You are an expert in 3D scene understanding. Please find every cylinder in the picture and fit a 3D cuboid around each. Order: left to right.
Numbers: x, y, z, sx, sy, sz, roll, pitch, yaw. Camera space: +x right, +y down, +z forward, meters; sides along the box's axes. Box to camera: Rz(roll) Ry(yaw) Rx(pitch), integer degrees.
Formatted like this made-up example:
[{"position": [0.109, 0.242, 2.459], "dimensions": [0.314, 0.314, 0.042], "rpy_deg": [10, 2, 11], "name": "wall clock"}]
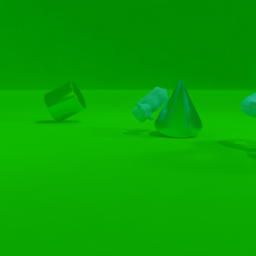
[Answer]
[{"position": [-2.160, -0.907, 9.698], "dimensions": [1.072, 1.072, 1.072], "rpy_deg": [-25, 7, 5], "name": "cylinder"}]

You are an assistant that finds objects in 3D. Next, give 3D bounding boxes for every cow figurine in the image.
[{"position": [0.617, -0.643, 7.434], "dimensions": [1.108, 0.608, 1.091], "rpy_deg": [-42, 6, 4], "name": "cow figurine"}]

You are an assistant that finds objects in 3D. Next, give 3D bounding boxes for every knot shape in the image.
[{"position": [3.027, -0.480, 5.170], "dimensions": [0.917, 1.856, 1.984], "rpy_deg": [24, -33, -12], "name": "knot shape"}]

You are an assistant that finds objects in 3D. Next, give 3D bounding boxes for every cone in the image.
[{"position": [1.269, -0.612, 6.894], "dimensions": [1.237, 1.242, 1.237], "rpy_deg": [-2, 33, 1], "name": "cone"}]
